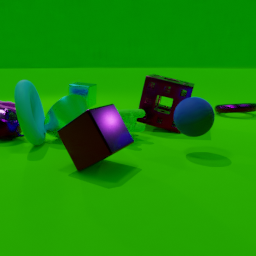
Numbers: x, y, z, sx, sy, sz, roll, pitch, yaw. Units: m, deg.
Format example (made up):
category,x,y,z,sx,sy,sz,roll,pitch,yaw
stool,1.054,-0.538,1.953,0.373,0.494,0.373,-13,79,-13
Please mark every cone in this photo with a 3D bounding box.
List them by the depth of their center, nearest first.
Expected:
category,x,y,z,sx,sy,sz,roll,pitch,yaw
cone,-1.130,0.071,6.792,1.288,1.288,1.293,-14,46,-46

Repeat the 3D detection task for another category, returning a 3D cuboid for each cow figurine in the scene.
category,x,y,z,sx,sy,sz,roll,pitch,yaw
cow figurine,-0.177,-0.187,7.210,1.280,0.714,1.301,1,2,36

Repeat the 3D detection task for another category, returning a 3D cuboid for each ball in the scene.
category,x,y,z,sx,sy,sz,roll,pitch,yaw
ball,1.387,-0.231,5.902,0.841,0.841,0.841,0,13,0

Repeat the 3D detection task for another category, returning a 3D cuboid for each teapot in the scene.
category,x,y,z,sx,sy,sz,roll,pitch,yaw
teapot,-3.150,-0.162,7.059,1.463,0.716,0.910,24,22,-1

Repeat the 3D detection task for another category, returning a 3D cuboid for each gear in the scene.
category,x,y,z,sx,sy,sz,roll,pitch,yaw
gear,-3.633,-0.571,8.803,1.523,0.282,1.523,12,9,-2

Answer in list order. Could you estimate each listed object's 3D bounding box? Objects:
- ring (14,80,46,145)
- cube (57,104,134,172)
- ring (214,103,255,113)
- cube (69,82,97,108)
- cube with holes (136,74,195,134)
category,x,y,z,sx,sy,sz,roll,pitch,yaw
ring,-2.270,-0.356,6.592,0.311,1.554,1.554,-12,14,-5
cube,-0.580,0.165,5.169,0.860,0.860,0.860,-31,-4,30
ring,4.041,-0.749,10.476,1.562,0.312,1.562,-3,5,0
cube,-1.833,-1.346,11.377,0.874,0.874,0.874,8,17,13
cube with holes,1.125,-0.774,8.262,1.314,1.314,1.314,16,16,11
